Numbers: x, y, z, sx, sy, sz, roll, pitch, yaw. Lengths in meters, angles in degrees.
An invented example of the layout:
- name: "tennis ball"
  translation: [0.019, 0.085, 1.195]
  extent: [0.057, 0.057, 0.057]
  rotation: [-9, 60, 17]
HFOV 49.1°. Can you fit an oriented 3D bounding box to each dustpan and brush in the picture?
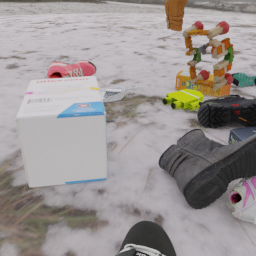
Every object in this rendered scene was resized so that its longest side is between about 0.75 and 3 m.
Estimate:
- name: "dustpan and brush"
  translation: [-0.328, -1.488, 11.505]
  extent: [1.721, 0.492, 1.201]
  rotation: [0, 27, 0]

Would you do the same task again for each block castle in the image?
- name: "block castle"
  translation: [1.754, -1.555, 5.972]
  extent: [0.637, 1.358, 0.907]
  rotation: [-32, 33, -25]

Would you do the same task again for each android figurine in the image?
- name: "android figurine"
  translation: [2.235, -1.141, 11.001]
  extent: [1.693, 0.348, 1.541]
  rotation: [-19, 32, -30]

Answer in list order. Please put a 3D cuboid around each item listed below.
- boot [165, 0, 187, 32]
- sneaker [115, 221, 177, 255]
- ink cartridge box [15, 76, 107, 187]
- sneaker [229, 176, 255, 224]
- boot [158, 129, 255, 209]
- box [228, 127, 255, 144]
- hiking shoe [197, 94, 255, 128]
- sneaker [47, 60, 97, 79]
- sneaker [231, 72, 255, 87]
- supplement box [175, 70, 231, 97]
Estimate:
- name: "boot"
  translation: [1.849, -4.195, 9.978]
  extent: [0.698, 1.467, 1.896]
  rotation: [-7, 24, -9]
- name: "sneaker"
  translation: [0.192, 2.131, 3.681]
  extent: [1.100, 1.314, 2.970]
  rotation: [3, 26, 9]
- name: "ink cartridge box"
  translation: [-1.623, -0.140, 7.425]
  extent: [1.883, 1.834, 2.929]
  rotation: [-4, 28, -8]
- name: "sneaker"
  translation: [2.491, 1.337, 5.898]
  extent: [0.690, 0.636, 1.563]
  rotation: [9, 28, 13]
- name: "boot"
  translation: [2.038, 0.450, 6.366]
  extent: [2.675, 0.933, 1.761]
  rotation: [-30, 32, 0]
- name: "box"
  translation: [3.893, 0.610, 7.422]
  extent: [1.590, 0.514, 2.016]
  rotation: [-6, 28, -9]
- name: "hiking shoe"
  translation: [3.829, -0.681, 9.244]
  extent: [2.988, 1.132, 1.504]
  rotation: [5, 31, 11]
- name: "sneaker"
  translation: [-2.750, -2.638, 13.596]
  extent: [2.443, 0.900, 1.060]
  rotation: [-1, 40, 8]
- name: "sneaker"
  translation: [5.311, -2.246, 12.981]
  extent: [1.771, 0.659, 0.775]
  rotation: [2, 15, -19]
- name: "supplement box"
  translation: [3.205, -1.899, 12.031]
  extent: [2.262, 0.753, 0.778]
  rotation: [14, 34, 27]
